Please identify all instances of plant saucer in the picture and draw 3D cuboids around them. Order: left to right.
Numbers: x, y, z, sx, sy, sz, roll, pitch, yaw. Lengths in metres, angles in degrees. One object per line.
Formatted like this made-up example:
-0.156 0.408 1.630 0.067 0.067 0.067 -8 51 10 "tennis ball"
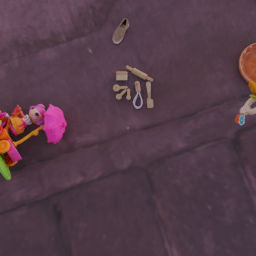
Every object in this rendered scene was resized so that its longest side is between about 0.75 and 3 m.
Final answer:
4.459 -2.066 9.286 1.581 0.255 1.581 0 78 0 "plant saucer"

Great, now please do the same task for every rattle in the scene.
2.774 -0.560 6.626 0.894 0.638 0.582 -38 39 27 "rattle"

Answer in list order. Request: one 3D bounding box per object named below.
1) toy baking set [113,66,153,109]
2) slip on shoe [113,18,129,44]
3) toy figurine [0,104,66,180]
0.243 -1.310 9.186 1.581 0.184 1.214 25 82 5 "toy baking set"
-0.242 -3.307 9.520 0.348 0.278 0.916 31 80 6 "slip on shoe"
-3.048 -0.018 8.450 2.257 1.841 2.452 -28 55 -19 "toy figurine"
